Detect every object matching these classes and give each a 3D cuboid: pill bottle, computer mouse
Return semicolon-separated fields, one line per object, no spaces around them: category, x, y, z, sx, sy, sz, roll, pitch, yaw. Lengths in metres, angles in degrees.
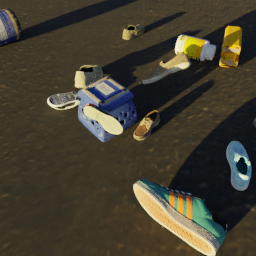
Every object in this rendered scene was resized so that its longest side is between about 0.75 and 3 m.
pill bottle;-6.671;-4.652;13.472;2.694;1.507;1.507;-31;53;-27
computer mouse;-2.113;-1.066;10.682;1.897;0.416;1.040;-14;51;-22
pill bottle;3.111;-3.653;12.881;1.705;0.931;0.931;21;49;20

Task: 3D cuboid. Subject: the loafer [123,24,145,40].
loafer;0.335;-5.117;14.627;0.610;0.541;1.603;27;51;25

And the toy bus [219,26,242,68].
toy bus;4.779;-3.747;12.961;0.783;0.942;2.406;13;46;12

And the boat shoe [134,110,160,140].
boat shoe;0.638;-0.136;9.645;0.531;0.503;1.402;23;49;21

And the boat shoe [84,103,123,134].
boat shoe;-0.713;-0.292;8.338;1.330;0.473;0.416;33;18;-12

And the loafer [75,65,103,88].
loafer;-1.547;-2.235;11.403;0.763;0.689;2.017;7;30;11

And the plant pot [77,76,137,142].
plant pot;-0.737;-0.761;9.610;1.615;1.452;1.615;-32;54;-27

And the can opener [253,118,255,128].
can opener;5.251;0.304;9.299;0.765;0.610;2.287;-45;54;3

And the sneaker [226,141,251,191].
sneaker;3.398;0.952;8.394;0.658;0.729;1.780;5;45;3

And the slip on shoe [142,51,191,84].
slip on shoe;1.395;-2.301;10.808;1.986;0.602;0.755;-20;14;26

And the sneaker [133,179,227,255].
sneaker;1.330;2.057;7.232;2.544;0.908;1.017;35;53;21
